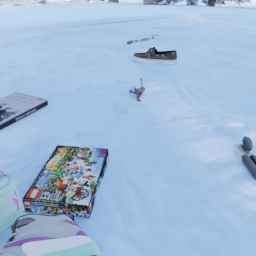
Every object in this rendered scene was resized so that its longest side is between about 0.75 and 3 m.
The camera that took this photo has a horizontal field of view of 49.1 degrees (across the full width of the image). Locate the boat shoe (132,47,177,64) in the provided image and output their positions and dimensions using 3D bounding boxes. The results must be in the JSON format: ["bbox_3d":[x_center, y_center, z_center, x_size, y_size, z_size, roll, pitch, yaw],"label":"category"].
[{"bbox_3d":[1.559,-4.301,16.381,2.704,0.896,0.945,11,31,19],"label":"boat shoe"}]

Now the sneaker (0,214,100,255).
[{"bbox_3d":[-2.002,2.263,4.787,2.682,1.043,1.876,-12,26,-28],"label":"sneaker"}]

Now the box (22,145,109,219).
[{"bbox_3d":[-1.426,1.233,7.038,1.507,0.416,2.207,4,30,6],"label":"box"}]

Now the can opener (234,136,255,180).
[{"bbox_3d":[3.388,0.814,7.755,0.411,0.518,1.560,0,34,-3],"label":"can opener"}]

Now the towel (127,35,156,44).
[{"bbox_3d":[0.574,-3.702,11.738,1.199,0.143,0.880,-8,18,12],"label":"towel"}]

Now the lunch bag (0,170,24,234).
[{"bbox_3d":[-3.464,1.727,5.262,2.075,0.997,2.587,11,31,41],"label":"lunch bag"}]

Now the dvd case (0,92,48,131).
[{"bbox_3d":[-4.547,-0.694,10.584,1.831,0.301,2.436,15,32,26],"label":"dvd case"}]

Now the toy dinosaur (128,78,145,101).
[{"bbox_3d":[0.472,-1.570,12.212,0.602,1.147,1.041,-22,-12,34],"label":"toy dinosaur"}]
